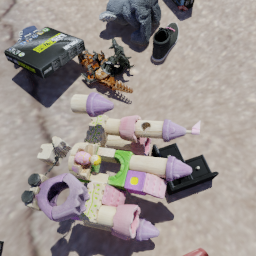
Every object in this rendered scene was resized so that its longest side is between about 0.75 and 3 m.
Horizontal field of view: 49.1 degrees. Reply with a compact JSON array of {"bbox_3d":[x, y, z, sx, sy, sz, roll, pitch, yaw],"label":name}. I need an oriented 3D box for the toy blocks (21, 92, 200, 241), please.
[{"bbox_3d":[0.069,0.841,5.671,2.430,2.887,2.698,6,65,20],"label":"toy blocks"}]

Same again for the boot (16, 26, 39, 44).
[{"bbox_3d":[-3.248,-2.719,8.750,0.599,0.482,1.326,43,54,6],"label":"boot"}]

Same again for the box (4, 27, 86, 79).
[{"bbox_3d":[-2.367,-2.220,8.030,1.616,0.398,1.673,27,56,29],"label":"box"}]

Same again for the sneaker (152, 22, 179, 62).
[{"bbox_3d":[1.231,-2.914,8.748,0.582,0.816,1.646,23,66,12],"label":"sneaker"}]

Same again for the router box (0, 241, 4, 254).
[{"bbox_3d":[-3.857,3.160,6.034,1.926,0.598,1.443,1,65,0],"label":"router box"}]

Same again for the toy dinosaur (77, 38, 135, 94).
[{"bbox_3d":[-0.587,-1.720,8.298,1.388,1.044,2.044,-45,91,-3],"label":"toy dinosaur"}]

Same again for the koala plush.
[{"bbox_3d":[0.019,-3.743,8.893,1.681,1.545,1.490,18,65,21],"label":"koala plush"}]

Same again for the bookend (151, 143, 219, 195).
[{"bbox_3d":[1.404,0.882,7.111,1.250,0.576,1.242,-17,66,-8],"label":"bookend"}]

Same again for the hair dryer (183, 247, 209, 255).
[{"bbox_3d":[1.137,3.790,5.846,1.971,0.703,2.588,26,67,-13],"label":"hair dryer"}]

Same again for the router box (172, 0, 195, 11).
[{"bbox_3d":[1.684,-5.013,9.490,0.511,1.232,1.644,-27,67,-13],"label":"router box"}]
